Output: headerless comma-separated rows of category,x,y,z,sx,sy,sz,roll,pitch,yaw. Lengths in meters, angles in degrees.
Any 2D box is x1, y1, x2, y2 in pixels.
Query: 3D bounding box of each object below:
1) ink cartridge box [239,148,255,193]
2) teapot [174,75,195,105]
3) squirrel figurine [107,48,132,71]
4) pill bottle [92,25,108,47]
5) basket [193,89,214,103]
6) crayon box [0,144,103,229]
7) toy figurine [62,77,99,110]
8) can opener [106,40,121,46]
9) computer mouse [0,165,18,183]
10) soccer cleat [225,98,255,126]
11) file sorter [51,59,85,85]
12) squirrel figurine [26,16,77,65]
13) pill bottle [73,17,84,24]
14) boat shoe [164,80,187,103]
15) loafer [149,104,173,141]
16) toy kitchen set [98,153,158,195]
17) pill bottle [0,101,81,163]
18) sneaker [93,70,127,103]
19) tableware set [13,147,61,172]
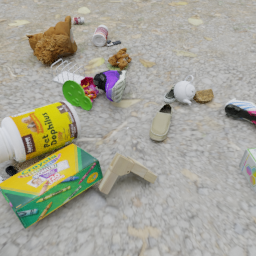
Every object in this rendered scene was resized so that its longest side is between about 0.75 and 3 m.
ink cartridge box,4.321,1.557,9.062,0.516,0.903,1.739,-7,43,-8
teapot,2.596,-1.644,12.342,1.039,1.053,0.769,-38,16,-31
squirrel figurine,-0.442,-3.513,14.792,1.189,0.841,1.109,-6,52,15
pill bottle,-1.631,-5.584,16.865,0.827,0.827,1.448,4,44,4
basket,3.428,-1.386,12.736,0.805,0.600,0.575,-11,76,-11
crayon box,-2.361,1.657,8.726,2.734,0.796,1.624,-31,34,-29
toy figurine,-1.853,-1.706,12.643,1.643,1.233,1.512,38,42,7
can opener,-0.854,-5.133,16.751,0.943,0.315,0.251,-20,46,-21
computer mouse,-4.421,1.832,9.149,1.720,0.377,0.943,-23,49,-23
soccer cleat,5.199,-0.635,11.497,2.357,0.823,1.018,28,49,27
file sorter,-2.908,-2.687,13.699,1.393,0.867,0.967,20,47,20
squirrel figurine,-4.290,-4.665,15.210,2.500,1.896,2.679,-4,40,5
pill bottle,-3.350,-7.286,19.002,0.751,0.429,0.429,-5,43,-6
boat shoe,2.191,-1.731,12.909,0.574,0.517,1.624,29,50,28
loafer,1.333,-0.288,11.220,0.757,0.684,2.002,11,44,12
toy kitchen set,-0.071,1.654,9.349,1.440,1.299,1.175,30,-1,-14
pill bottle,-3.214,0.162,9.696,2.895,1.581,1.581,-23,47,-32
sneaker,-0.901,-1.920,12.480,1.440,1.006,2.895,9,24,3
tableware set,-3.263,0.872,10.304,1.949,0.226,1.628,-19,46,-20
